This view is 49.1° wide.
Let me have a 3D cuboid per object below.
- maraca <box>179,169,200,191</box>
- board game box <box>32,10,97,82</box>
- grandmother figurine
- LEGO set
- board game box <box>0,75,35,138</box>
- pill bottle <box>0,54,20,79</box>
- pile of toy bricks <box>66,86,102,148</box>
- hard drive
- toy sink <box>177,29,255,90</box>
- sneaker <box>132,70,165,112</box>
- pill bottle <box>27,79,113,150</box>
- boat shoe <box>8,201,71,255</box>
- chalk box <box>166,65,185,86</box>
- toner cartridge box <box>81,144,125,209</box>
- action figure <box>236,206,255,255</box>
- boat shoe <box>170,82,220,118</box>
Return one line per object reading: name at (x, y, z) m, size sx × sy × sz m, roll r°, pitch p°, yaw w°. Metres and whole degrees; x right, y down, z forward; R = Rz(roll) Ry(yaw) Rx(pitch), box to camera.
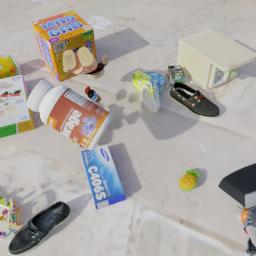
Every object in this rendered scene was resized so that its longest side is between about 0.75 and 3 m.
maraca at (2.033, 1.717, 9.289) m, size 0.598 × 0.467 × 0.872 m, roll 16°, pitch 50°, yaw 29°
board game box at (-2.877, -3.828, 12.998) m, size 2.053 × 2.051 × 2.051 m, roll -28°, pitch 55°, yaw -22°
grandmother figurine at (-1.517, -2.282, 10.427) m, size 1.764 × 2.909 × 0.881 m, roll 0°, pitch 93°, yaw 9°
LEGO set at (-3.819, 2.372, 8.504) m, size 0.883 × 0.714 × 1.919 m, roll -25°, pitch 50°, yaw -27°
board game box at (-5.168, -0.883, 11.435) m, size 2.227 × 0.587 × 2.911 m, roll -15°, pitch 51°, yaw -13°
pill bottle at (-5.913, -2.622, 12.687) m, size 1.737 × 0.965 × 0.965 m, roll -30°, pitch 56°, yaw -23°
pile of toy bricks at (-1.377, -0.387, 10.657) m, size 1.297 × 1.457 × 2.627 m, roll 36°, pitch 23°, yaw -25°
hard drive at (4.148, 1.706, 8.948) m, size 2.119 × 0.448 × 1.429 m, roll -16°, pitch 25°, yaw -17°
toy sink at (3.855, -2.924, 12.521) m, size 1.909 × 1.641 × 2.929 m, roll -25°, pitch 49°, yaw -20°
sneaker at (1.135, -1.733, 11.943) m, size 1.311 × 0.946 × 2.497 m, roll -14°, pitch 50°, yaw -12°
pill bottle at (-1.676, -0.418, 8.103) m, size 2.244 × 1.259 × 1.259 m, roll 31°, pitch 53°, yaw -3°
boat shoe at (-2.595, 2.856, 8.169) m, size 2.033 × 0.674 × 0.760 m, roll -30°, pitch 56°, yaw -23°
chalk box at (2.172, -2.305, 12.665) m, size 0.606 × 0.602 × 0.971 m, roll -6°, pitch 50°, yaw -7°
toner cartridge box at (-0.877, 1.576, 9.416) m, size 0.988 × 0.449 × 2.080 m, roll -15°, pitch 51°, yaw -12°
action figure at (4.180, 2.546, 7.991) m, size 2.159 × 1.167 × 2.232 m, roll 0°, pitch 37°, yaw 38°
boat shoe at (2.762, -1.158, 11.621) m, size 2.300 × 0.721 × 0.842 m, roll 33°, pitch 56°, yaw 24°
